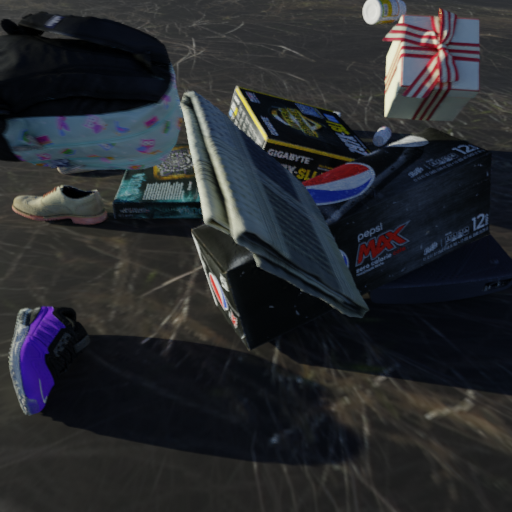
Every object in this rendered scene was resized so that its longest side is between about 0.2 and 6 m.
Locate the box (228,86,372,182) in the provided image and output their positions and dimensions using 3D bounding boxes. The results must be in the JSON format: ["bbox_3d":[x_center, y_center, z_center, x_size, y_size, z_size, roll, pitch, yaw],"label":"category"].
[{"bbox_3d":[1.058,-2.817,13.421,2.888,0.892,3.617,11,30,-20],"label":"box"}]

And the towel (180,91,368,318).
[{"bbox_3d":[0.147,-0.463,5.662,0.374,2.086,2.167,-38,46,19],"label":"towel"}]

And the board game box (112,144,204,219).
[{"bbox_3d":[-1.961,-1.815,12.999,2.135,0.444,3.157,0,34,0],"label":"board game box"}]

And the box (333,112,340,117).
[{"bbox_3d":[1.869,-3.774,15.811,0.900,0.560,0.439,13,36,19],"label":"box"}]

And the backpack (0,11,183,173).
[{"bbox_3d":[-2.685,-2.502,9.004,2.950,1.867,2.462,0,62,-2],"label":"backpack"}]

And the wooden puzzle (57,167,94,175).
[{"bbox_3d":[-4.307,-2.721,14.381,1.635,0.409,1.765,-11,35,-16],"label":"wooden puzzle"}]

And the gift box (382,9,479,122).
[{"bbox_3d":[2.603,-2.855,8.670,1.444,1.333,1.349,-1,-10,-1],"label":"gift box"}]

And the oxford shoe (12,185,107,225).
[{"bbox_3d":[-4.150,-1.176,11.757,2.054,0.758,0.727,4,34,5],"label":"oxford shoe"}]

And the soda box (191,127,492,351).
[{"bbox_3d":[1.472,-0.413,9.024,4.676,1.655,1.481,-24,35,-15],"label":"soda box"}]

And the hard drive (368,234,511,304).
[{"bbox_3d":[3.063,0.142,9.922,2.584,0.547,1.743,-6,34,-3],"label":"hard drive"}]

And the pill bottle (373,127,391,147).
[{"bbox_3d":[3.396,-3.219,15.156,0.369,0.369,0.651,15,36,22],"label":"pill bottle"}]

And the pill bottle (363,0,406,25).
[{"bbox_3d":[2.284,-4.329,9.886,0.753,0.418,0.418,-20,38,-33],"label":"pill bottle"}]

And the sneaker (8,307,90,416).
[{"bbox_3d":[-2.907,1.349,8.041,1.008,0.705,2.027,-8,34,-13],"label":"sneaker"}]
